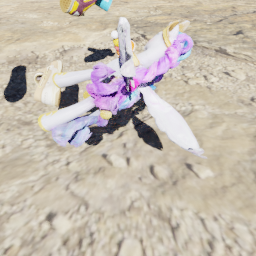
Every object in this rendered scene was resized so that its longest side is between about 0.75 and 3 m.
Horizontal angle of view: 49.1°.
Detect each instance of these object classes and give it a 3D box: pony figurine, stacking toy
[{"bbox_3d":[-0.068,-0.655,4.358,2.614,2.176,2.523,-24,37,17],"label":"pony figurine"},{"bbox_3d":[-0.283,-3.080,9.965,0.781,1.069,0.781,-13,61,24],"label":"stacking toy"}]

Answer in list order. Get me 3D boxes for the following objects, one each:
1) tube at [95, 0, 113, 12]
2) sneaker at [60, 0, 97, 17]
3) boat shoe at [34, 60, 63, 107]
[{"bbox_3d":[-1.335,-4.437,9.197,1.677,0.423,0.649,24,24,-17],"label":"tube"},{"bbox_3d":[-1.191,-4.221,8.249,0.929,2.063,0.773,-7,63,-49],"label":"sneaker"},{"bbox_3d":[-2.208,-1.342,7.726,0.740,0.788,2.139,5,31,-16],"label":"boat shoe"}]
